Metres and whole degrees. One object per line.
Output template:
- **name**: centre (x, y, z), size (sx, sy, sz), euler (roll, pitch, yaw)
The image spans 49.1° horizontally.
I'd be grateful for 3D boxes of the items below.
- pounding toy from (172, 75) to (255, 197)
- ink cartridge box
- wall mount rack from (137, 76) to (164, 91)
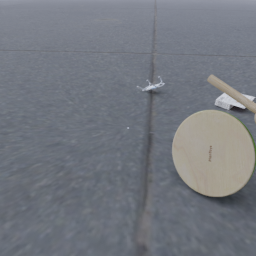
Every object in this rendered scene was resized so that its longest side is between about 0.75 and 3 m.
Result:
- **pounding toy**: centre (1.856, 0.243, 5.338), size (1.591, 2.061, 0.956), euler (39, 27, 32)
- **ink cartridge box**: centre (3.313, -0.827, 8.654), size (0.884, 0.224, 1.004), euler (25, 39, 31)
- **wall mount rack**: centre (0.738, -1.432, 9.308), size (0.866, 0.323, 0.753), euler (-10, 23, 39)
